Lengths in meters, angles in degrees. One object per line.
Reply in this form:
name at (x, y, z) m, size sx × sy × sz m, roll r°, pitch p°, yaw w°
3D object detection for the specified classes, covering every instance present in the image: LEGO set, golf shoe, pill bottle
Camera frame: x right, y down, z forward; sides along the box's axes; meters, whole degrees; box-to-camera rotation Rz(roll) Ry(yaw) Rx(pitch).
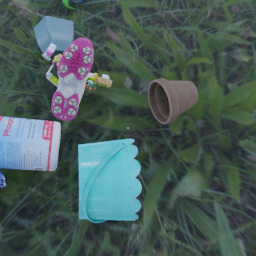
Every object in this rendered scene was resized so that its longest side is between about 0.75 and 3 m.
LEGO set at (-1.367, -1.287, 7.096) m, size 1.825 × 0.839 × 0.679 m, roll 30°, pitch 64°, yaw -14°
golf shoe at (-1.322, -1.174, 6.717) m, size 0.737 × 0.896 × 1.957 m, roll 19°, pitch 99°, yaw -7°
pill bottle at (-2.539, 0.322, 6.064) m, size 2.045 × 1.112 × 1.112 m, roll 6°, pitch 63°, yaw -15°

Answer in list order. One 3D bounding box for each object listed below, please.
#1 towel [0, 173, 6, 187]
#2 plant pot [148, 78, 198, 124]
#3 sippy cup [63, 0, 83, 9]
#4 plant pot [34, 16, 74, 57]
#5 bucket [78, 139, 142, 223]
towel at (-3.511, 1.234, 5.441) m, size 2.004 × 1.451 × 0.239 m, roll -13°, pitch 98°, yaw -31°
plant pot at (1.106, -0.696, 6.560) m, size 0.920 × 1.055 × 1.055 m, roll -16°, pitch 64°, yaw -20°
sippy cup at (-1.701, -4.267, 8.682) m, size 1.002 × 0.734 × 0.787 m, roll -46°, pitch 73°, yaw 18°
plant pot at (-2.008, -2.445, 7.736) m, size 0.831 × 0.833 × 0.849 m, roll -4°, pitch 84°, yaw -42°
bucket at (-0.426, 1.028, 5.505) m, size 1.092 × 1.679 × 1.679 m, roll -1°, pitch 64°, yaw -10°
